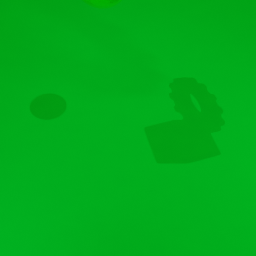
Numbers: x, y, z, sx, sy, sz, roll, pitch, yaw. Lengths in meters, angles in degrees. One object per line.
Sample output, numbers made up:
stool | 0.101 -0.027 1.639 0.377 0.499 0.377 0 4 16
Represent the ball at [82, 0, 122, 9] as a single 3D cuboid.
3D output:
ball | -0.406 -2.331 4.265 0.946 0.946 0.946 0 55 0
